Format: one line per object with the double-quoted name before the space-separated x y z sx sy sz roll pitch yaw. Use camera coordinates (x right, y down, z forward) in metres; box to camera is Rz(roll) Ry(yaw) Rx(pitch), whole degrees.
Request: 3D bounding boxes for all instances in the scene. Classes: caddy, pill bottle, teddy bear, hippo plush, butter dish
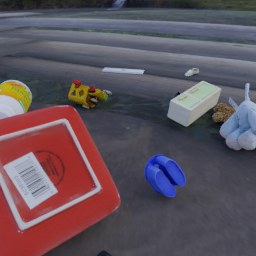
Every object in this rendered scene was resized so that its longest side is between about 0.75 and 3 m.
"caddy" 0.938 1.239 7.306 0.823 1.164 0.611 -44 25 -18
"pill bottle" -4.560 -0.747 10.583 1.395 1.395 2.511 -3 30 -6
"teddy bear" 4.103 -0.410 10.866 1.592 0.733 2.195 1 21 -17
"hippo plush" 4.290 0.014 9.529 1.702 1.686 2.117 21 44 -26
"butter dish" -2.154 1.276 6.493 2.890 2.142 2.898 -20 76 -39

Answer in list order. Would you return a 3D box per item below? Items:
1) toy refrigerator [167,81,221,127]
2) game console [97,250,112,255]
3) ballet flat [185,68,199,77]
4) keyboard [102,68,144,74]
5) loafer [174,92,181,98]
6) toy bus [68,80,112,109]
"toy refrigerator" 2.756 -1.081 11.439 0.946 0.872 2.493 32 45 30
"game console" -0.420 2.700 5.390 0.859 0.500 0.755 22 36 33
"ballet flat" 3.651 -3.226 16.077 1.092 0.341 0.368 -23 36 -34
"keyboard" -0.292 -3.395 16.643 2.445 0.130 0.688 6 25 10
"loafer" 2.334 -1.308 12.606 0.407 0.398 1.116 -5 30 -9
"toy bus" -1.718 -1.319 12.093 1.661 0.910 1.761 20 -3 -12
